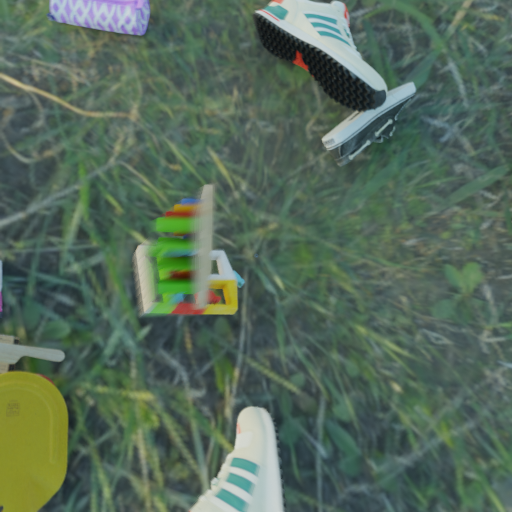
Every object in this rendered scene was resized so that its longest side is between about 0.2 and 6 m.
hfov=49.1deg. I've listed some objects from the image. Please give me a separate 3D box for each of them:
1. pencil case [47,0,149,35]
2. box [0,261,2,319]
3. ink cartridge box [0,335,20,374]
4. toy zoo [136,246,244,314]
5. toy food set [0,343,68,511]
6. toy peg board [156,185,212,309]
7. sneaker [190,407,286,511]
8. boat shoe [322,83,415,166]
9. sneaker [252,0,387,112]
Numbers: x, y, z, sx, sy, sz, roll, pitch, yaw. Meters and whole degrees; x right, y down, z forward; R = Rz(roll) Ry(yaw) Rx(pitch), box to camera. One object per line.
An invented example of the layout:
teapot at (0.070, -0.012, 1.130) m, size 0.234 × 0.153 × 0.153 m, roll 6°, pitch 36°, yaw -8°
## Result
pencil case at (-2.884, -4.590, 10.320) m, size 1.803 × 0.771 × 0.757 m, roll 9°, pitch 72°, yaw 1°
box at (-4.632, 0.538, 9.359) m, size 0.589 × 0.678 × 1.026 m, roll -4°, pitch 79°, yaw -5°
ink cartridge box at (-4.410, 1.621, 9.347) m, size 0.754 × 0.283 × 0.621 m, roll 7°, pitch 78°, yaw 1°
toy zoo at (-1.002, 0.401, 9.132) m, size 1.791 × 0.183 × 1.175 m, roll 4°, pitch 53°, yaw -28°
toy food set at (-3.874, 2.726, 8.926) m, size 1.612 × 0.895 × 2.740 m, roll 4°, pitch 80°, yaw -24°
toy peg board at (-1.032, -0.182, 8.237) m, size 0.699 × 1.424 × 1.430 m, roll 3°, pitch 114°, yaw -3°
sneaker at (-0.379, 3.360, 7.725) m, size 1.482 × 1.116 × 3.171 m, roll -2°, pitch 34°, yaw -4°
boat shoe at (2.087, -2.343, 9.969) m, size 2.040 × 0.721 × 0.650 m, roll -37°, pitch 106°, yaw -12°
sneaker at (1.352, -3.790, 9.813) m, size 1.405 × 1.058 × 3.005 m, roll -43°, pitch 65°, yaw -10°
